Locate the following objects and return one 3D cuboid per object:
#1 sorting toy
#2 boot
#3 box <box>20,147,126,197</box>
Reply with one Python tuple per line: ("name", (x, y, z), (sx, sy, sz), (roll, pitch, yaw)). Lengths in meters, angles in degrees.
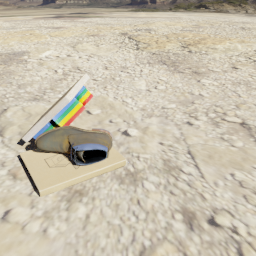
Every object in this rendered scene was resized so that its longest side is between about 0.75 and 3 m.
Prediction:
("sorting toy", (-1.828, -0.463, 8.004), (1.910, 0.669, 1.922), (-38, 16, 24))
("boot", (-1.317, 0.427, 6.745), (1.931, 0.721, 0.936), (-4, 24, -5))
("box", (-1.429, 0.797, 7.118), (2.194, 0.233, 1.794), (-17, 32, -28))
